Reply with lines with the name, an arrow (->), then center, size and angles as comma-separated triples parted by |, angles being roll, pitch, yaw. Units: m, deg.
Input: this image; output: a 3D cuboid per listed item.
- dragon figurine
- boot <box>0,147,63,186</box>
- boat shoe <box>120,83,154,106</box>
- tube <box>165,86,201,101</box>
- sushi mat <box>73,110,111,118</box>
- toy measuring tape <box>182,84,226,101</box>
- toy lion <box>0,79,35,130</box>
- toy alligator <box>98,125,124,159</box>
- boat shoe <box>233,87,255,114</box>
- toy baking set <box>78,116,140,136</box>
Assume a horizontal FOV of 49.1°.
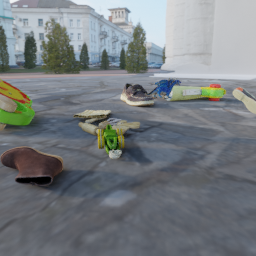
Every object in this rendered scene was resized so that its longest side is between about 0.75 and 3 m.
dragon figurine -> 1.172, -1.446, 9.929 | 1.618, 0.804, 0.476 | -1, 0, -29
boot -> -1.710, 0.641, 4.689 | 1.171, 0.424, 0.974 | 3, 12, -1
boat shoe -> 0.359, -1.601, 13.109 | 1.012, 0.912, 2.814 | -4, 14, -18
tube -> 3.254, -1.811, 14.527 | 2.873, 0.746, 0.834 | -5, 31, -28
sushi mat -> -1.173, -0.505, 9.696 | 1.023, 0.129, 2.138 | 0, 7, 2
toy measuring tape -> 3.943, -1.756, 13.906 | 2.491, 0.916, 0.916 | -5, 14, -24
toy lion -> -4.002, -0.960, 8.958 | 2.690, 0.924, 2.578 | 37, 9, 18
toy alligator -> -0.360, 0.380, 5.973 | 0.558, 0.404, 1.683 | -2, 21, -5
boat shoe -> 3.062, -0.701, 7.061 | 0.279, 0.317, 0.892 | -28, 63, -33
toy baking set -> -0.585, -0.060, 8.188 | 1.607, 0.244, 2.093 | -8, 15, -40
